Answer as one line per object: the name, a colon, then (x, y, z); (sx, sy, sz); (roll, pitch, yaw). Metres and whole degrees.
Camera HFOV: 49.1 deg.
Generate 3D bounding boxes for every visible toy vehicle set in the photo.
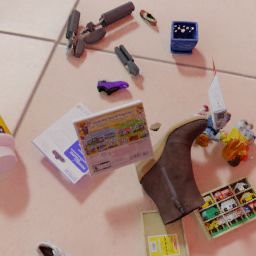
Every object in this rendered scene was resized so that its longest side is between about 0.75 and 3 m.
toy vehicle set: (1.128, 3.568, 8.495); (1.318, 0.281, 2.121); (-4, 62, -2)
toy vehicle set: (3.235, 2.545, 9.036); (2.147, 0.285, 1.334); (-20, 64, -10)

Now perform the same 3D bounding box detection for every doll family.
doll family: (3.206, 0.183, 9.730); (2.761, 1.244, 1.714); (35, 68, 17)

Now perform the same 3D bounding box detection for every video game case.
video game case: (-0.383, 0.337, 8.472); (2.115, 1.925, 0.242); (-17, 24, -7)

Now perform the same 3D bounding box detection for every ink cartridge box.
ink cartridge box: (-1.782, 0.516, 9.963); (2.315, 0.507, 2.337); (41, 67, 19)
ink cartridge box: (2.546, -0.995, 8.318); (0.492, 1.403, 1.726); (-16, 67, 13)

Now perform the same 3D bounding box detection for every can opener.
can opener: (0.013, -2.895, 11.706); (0.494, 0.619, 1.851); (-26, 65, -13)
can opener: (-0.864, -4.706, 12.742); (2.915, 0.778, 0.975); (-32, 99, -16)
can opener: (-2.317, -4.138, 12.482); (0.832, 0.664, 2.489); (19, 58, -27)

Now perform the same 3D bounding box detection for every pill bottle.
pill bottle: (-4.903, 0.222, 9.544); (1.540, 1.540, 2.820); (-32, 67, -16)

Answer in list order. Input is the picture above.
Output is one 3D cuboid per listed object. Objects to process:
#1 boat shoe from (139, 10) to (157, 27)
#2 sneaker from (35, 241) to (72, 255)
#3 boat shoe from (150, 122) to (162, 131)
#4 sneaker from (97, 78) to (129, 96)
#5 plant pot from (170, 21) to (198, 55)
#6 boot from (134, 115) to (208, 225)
boat shoe: (0.948, -5.195, 13.061); (0.422, 0.371, 1.186); (-31, 65, -13)
sneaker: (-1.912, 3.868, 8.051); (1.886, 0.817, 0.707); (23, 63, 10)
boat shoe: (0.968, -0.002, 9.861); (0.289, 0.260, 0.803); (20, 20, 18)
sneaker: (-0.609, -1.571, 11.148); (1.307, 0.454, 0.650); (4, 68, 6)
plant pot: (2.344, -3.790, 11.959); (1.122, 1.008, 1.122); (4, 62, 2)
boot: (1.781, 1.282, 8.834); (2.999, 1.085, 2.495); (-37, 58, 12)
